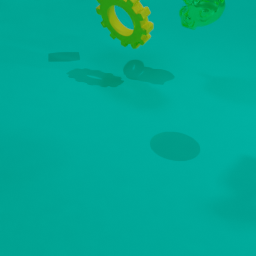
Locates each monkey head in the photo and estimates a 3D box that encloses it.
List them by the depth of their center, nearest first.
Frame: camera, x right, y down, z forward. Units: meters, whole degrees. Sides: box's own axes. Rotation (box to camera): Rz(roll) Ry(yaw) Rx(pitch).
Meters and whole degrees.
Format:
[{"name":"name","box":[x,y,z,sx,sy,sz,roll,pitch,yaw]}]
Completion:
[{"name":"monkey head","box":[1.948,-3.410,7.621,1.845,1.327,1.112,-8,36,46]}]

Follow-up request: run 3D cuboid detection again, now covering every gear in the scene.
[{"name":"gear","box":[-0.118,-3.051,7.779,1.771,1.771,0.328,27,64,31]}]
